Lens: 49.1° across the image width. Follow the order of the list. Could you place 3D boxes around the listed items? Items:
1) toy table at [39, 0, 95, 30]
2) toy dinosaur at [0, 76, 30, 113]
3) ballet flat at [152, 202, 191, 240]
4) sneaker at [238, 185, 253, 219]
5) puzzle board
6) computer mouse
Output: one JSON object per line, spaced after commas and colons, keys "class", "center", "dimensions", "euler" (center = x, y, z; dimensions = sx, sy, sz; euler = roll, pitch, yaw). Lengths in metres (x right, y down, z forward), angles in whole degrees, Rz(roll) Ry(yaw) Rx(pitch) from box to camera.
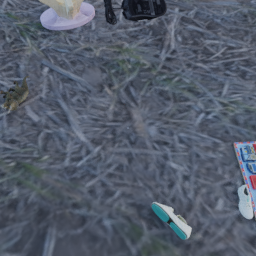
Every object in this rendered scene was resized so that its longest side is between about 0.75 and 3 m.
{"class": "toy table", "center": [-2.459, -4.899, 11.125], "dimensions": [2.227, 1.304, 2.047], "euler": [-27, 63, -16]}
{"class": "toy dinosaur", "center": [-3.723, -1.099, 9.386], "dimensions": [0.783, 0.589, 1.531], "euler": [35, 57, 4]}
{"class": "ballet flat", "center": [1.160, 2.366, 7.377], "dimensions": [0.429, 0.429, 1.235], "euler": [-41, 71, -21]}
{"class": "sneaker", "center": [3.193, 1.976, 7.561], "dimensions": [0.336, 0.396, 0.894], "euler": [-1, 60, -2]}
{"class": "puzzle board", "center": [4.301, 1.502, 7.947], "dimensions": [1.958, 0.226, 2.599], "euler": [-4, 60, -2]}
{"class": "computer mouse", "center": [0.135, -3.901, 8.666], "dimensions": [1.995, 0.459, 1.401], "euler": [-14, 85, -12]}
